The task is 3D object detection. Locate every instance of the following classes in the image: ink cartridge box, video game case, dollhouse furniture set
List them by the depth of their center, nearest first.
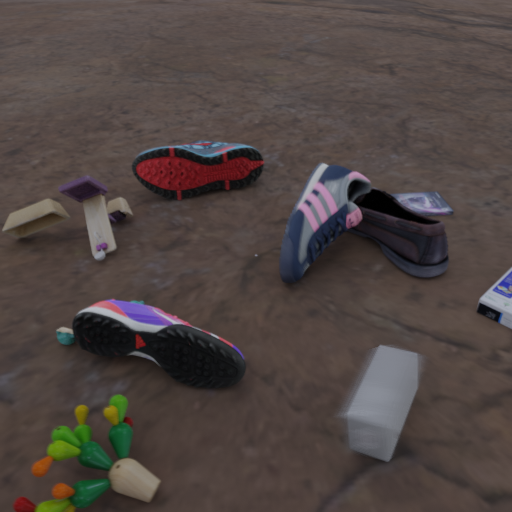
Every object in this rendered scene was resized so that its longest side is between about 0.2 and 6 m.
[{"bbox_3d":[4.539,0.643,9.515,0.852,0.336,1.713,29,45,36],"label":"ink cartridge box"},{"bbox_3d":[-3.659,-0.310,11.120,2.117,1.677,1.502,-19,75,10],"label":"dollhouse furniture set"},{"bbox_3d":[3.550,-1.138,12.381,1.303,0.124,0.931,-3,34,-6],"label":"video game case"}]

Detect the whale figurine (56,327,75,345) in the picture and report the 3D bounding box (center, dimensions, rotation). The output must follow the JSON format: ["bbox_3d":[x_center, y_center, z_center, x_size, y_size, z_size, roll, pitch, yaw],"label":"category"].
[{"bbox_3d":[-2.886,1.239,8.577,0.375,0.245,0.472,22,-16,-24],"label":"whale figurine"}]

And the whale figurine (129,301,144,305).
[{"bbox_3d":[-1.923,0.881,9.177,0.465,0.241,0.370,6,54,13],"label":"whale figurine"}]

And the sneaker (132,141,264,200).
[{"bbox_3d":[-1.428,-2.074,13.116,3.010,1.194,1.438,-4,22,-21],"label":"sneaker"}]

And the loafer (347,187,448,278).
[{"bbox_3d":[2.515,-0.881,11.091,1.238,1.085,3.444,-19,38,-22],"label":"loafer"}]

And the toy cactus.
[{"bbox_3d":[-1.818,2.481,6.546,1.389,0.860,1.683,27,36,6],"label":"toy cactus"}]

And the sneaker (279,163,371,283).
[{"bbox_3d":[1.282,-0.620,10.248,1.132,0.968,2.760,13,59,20],"label":"sneaker"}]

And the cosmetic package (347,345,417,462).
[{"bbox_3d":[1.642,1.847,7.177,0.589,0.698,1.306,11,40,30],"label":"cosmetic package"}]

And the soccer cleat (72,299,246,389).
[{"bbox_3d":[-1.341,1.180,8.279,2.686,0.916,0.983,12,23,15],"label":"soccer cleat"}]
